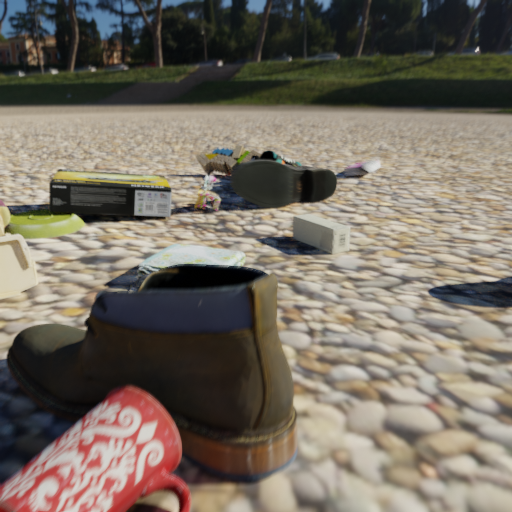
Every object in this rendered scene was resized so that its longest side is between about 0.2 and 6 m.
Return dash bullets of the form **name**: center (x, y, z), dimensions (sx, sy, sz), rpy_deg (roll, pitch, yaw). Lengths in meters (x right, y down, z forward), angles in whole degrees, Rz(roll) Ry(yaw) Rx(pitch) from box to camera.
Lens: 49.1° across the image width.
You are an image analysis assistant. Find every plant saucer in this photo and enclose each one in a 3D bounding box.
- **plant saucer**: center (-4.768, -0.749, 12.420), dimensions (1.832, 0.285, 1.832), rpy_deg (-1, 18, 0)

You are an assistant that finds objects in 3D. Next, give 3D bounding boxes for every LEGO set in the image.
- **LEGO set**: center (-1.167, -1.404, 13.955), dimensions (0.565, 0.699, 1.519), rpy_deg (18, -15, -4)

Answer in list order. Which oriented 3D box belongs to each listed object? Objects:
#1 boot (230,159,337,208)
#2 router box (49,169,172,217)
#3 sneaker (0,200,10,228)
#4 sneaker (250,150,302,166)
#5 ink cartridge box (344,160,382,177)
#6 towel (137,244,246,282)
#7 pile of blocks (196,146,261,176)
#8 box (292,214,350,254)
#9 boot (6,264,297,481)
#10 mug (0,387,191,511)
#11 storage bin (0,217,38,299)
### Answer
- **boot**: center (0.254, -2.142, 15.487), dimensions (3.387, 1.173, 2.949), rpy_deg (0, 15, -32)
- **router box**: center (-3.510, -1.552, 13.660), dimensions (2.727, 0.712, 2.144), rpy_deg (2, 16, -15)
- **sneaker**: center (-6.596, -1.109, 12.032), dimensions (3.181, 1.192, 1.433), rpy_deg (4, 25, 8)
- **sneaker**: center (0.683, -2.878, 17.733), dimensions (0.849, 0.951, 2.379), rpy_deg (16, 24, 37)
- **ink cartridge box**: center (3.633, -2.973, 18.870), dimensions (0.819, 0.321, 1.729), rpy_deg (-4, 12, 29)
- **towel**: center (-1.080, 0.193, 9.452), dimensions (1.355, 0.381, 1.583), rpy_deg (10, 20, 18)
- **pile of blocks**: center (-0.788, -3.043, 18.430), dimensions (2.352, 0.731, 0.966), rpy_deg (9, 61, 20)
- **box**: center (1.274, -0.450, 11.132), dimensions (0.440, 0.528, 1.286), rpy_deg (-11, 22, -32)
- **boot**: center (-1.191, 0.738, 5.581), dimensions (3.579, 1.735, 1.337), rpy_deg (10, 21, 27)
- **mug**: center (-1.178, 1.704, 4.169), dimensions (1.131, 0.850, 1.274), rpy_deg (9, 24, 30)
- **storage bin**: center (-4.874, 0.012, 8.955), dimensions (2.136, 1.008, 2.152), rpy_deg (-12, 22, -31)
